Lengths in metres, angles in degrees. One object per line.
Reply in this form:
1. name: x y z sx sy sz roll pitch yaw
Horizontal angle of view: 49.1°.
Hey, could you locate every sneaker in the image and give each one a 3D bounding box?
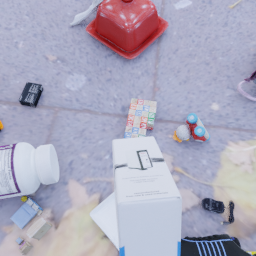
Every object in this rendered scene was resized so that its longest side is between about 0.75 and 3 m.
1. sneaker: 1.990 3.051 6.921 2.843 0.997 1.107 19 72 7

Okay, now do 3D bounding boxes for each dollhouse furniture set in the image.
1. dollhouse furniture set: -2.781 2.490 7.400 1.160 0.757 1.096 37 69 17

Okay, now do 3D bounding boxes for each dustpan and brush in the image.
1. dustpan and brush: -1.032 -4.920 10.742 2.996 2.091 0.858 -24 108 3

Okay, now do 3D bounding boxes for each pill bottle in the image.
1. pill bottle: -3.286 1.185 7.643 2.596 1.458 1.458 -10 64 -5

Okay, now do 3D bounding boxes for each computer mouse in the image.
1. computer mouse: 2.491 2.331 7.797 0.963 0.222 0.676 7 65 -5

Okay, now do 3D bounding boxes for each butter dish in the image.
1. butter dish: -0.030 -4.111 10.039 2.437 1.802 2.431 38 71 16

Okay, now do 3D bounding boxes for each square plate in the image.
1. square plate: 0.183 2.449 7.699 1.790 0.257 1.808 -39 70 -18

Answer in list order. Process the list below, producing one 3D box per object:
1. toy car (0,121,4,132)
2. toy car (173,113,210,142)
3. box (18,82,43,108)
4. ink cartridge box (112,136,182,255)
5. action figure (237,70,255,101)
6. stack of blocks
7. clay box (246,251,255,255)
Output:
1. toy car: -4.825 -0.733 8.937 1.223 0.830 2.493 -17 66 -8
2. toy car: 1.878 0.168 8.619 1.003 0.924 0.887 -32 65 17
3. box: -3.249 -1.124 9.416 0.545 0.305 0.773 13 65 3
4. ink cartridge box: 0.225 1.236 4.739 0.885 1.532 2.098 -5 20 -4
5. action figure: 5.108 -2.215 9.598 1.864 2.073 2.783 32 46 -11
6. stack of blocks: 0.403 -0.181 8.884 0.837 0.426 1.454 9 64 4
7. clay box: 3.436 3.486 7.202 0.982 0.234 0.564 1 64 1
